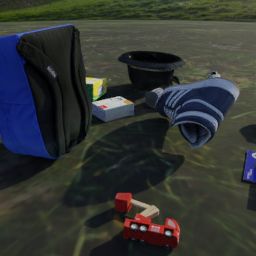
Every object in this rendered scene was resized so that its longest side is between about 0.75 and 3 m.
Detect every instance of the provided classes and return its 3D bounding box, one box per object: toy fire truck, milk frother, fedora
[{"bbox_3d":[0.275,1.471,4.542,1.150,0.280,0.811,6,26,13],"label":"toy fire truck"},{"bbox_3d":[1.205,-1.239,9.476,0.895,0.991,0.932,22,33,30],"label":"milk frother"},{"bbox_3d":[0.915,-2.276,11.326,2.751,1.256,2.751,1,27,-1],"label":"fedora"}]

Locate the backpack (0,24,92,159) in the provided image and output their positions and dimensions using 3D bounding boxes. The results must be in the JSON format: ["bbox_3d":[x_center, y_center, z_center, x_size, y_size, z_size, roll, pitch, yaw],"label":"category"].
[{"bbox_3d":[-2.095,-0.778,6.492,2.302,2.743,2.229,2,26,29],"label":"backpack"}]

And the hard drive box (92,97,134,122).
[{"bbox_3d":[-0.478,-0.606,8.796,1.062,0.408,0.828,-17,30,-32],"label":"hard drive box"}]

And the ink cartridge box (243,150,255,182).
[{"bbox_3d":[3.891,0.877,5.616,2.826,0.524,1.338,9,27,24],"label":"ink cartridge box"}]

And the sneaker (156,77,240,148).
[{"bbox_3d":[1.374,-0.310,7.272,1.551,1.002,2.859,-58,21,-20],"label":"sneaker"}]

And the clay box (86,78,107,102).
[{"bbox_3d":[-1.646,-1.438,9.976,1.510,0.625,2.628,3,14,6],"label":"clay box"}]

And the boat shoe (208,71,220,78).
[{"bbox_3d":[3.868,-2.349,12.530,0.365,0.373,1.046,17,30,32],"label":"boat shoe"}]
